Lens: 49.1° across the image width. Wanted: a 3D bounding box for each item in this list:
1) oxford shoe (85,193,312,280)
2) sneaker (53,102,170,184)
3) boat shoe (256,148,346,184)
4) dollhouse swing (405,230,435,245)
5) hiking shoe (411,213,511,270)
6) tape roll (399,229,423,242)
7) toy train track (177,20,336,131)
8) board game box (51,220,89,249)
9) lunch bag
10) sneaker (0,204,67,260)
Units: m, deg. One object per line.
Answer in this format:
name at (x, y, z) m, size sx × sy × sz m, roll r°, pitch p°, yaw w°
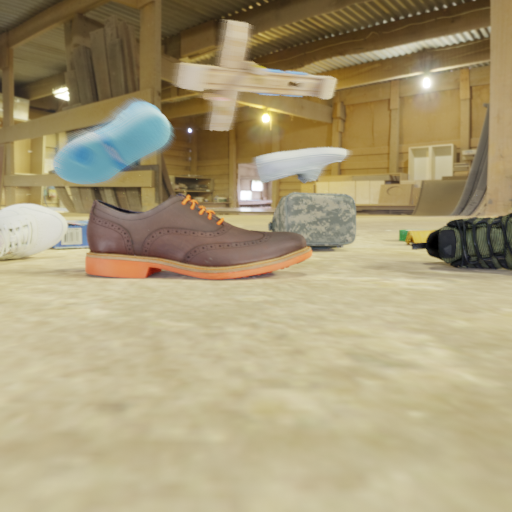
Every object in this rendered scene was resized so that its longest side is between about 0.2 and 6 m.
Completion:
oxford shoe at (-0.803, -0.294, 7.765) m, size 3.173 × 1.151 × 1.130 m, roll 0°, pitch 5°, yaw -2°
sneaker at (-2.045, -1.649, 8.088) m, size 1.708 × 0.679 × 1.115 m, roll -21°, pitch 28°, yaw 1°
boat shoe at (1.155, -2.239, 14.097) m, size 2.352 × 0.838 × 0.821 m, roll -9°, pitch 7°, yaw -12°
dollhouse swing at (4.014, -0.297, 13.476) m, size 0.668 × 0.587 × 0.607 m, roll 0°, pitch -36°, yaw 1°
hiking shoe at (3.410, -0.131, 8.246) m, size 1.306 × 0.983 × 2.595 m, roll -10°, pitch -1°, yaw -15°
tape roll at (4.514, -0.545, 15.144) m, size 1.270 × 0.305 × 1.270 m, roll 0°, pitch 6°, yaw 0°
toy train track at (0.238, -3.512, 11.491) m, size 3.770 × 2.162 × 0.613 m, roll -8°, pitch 34°, yaw -34°
board game box at (-4.030, -0.590, 13.953) m, size 2.752 × 0.597 × 2.739 m, roll -4°, pitch 5°, yaw -36°
lunch bag at (1.224, -0.713, 12.186) m, size 1.683 × 1.172 × 1.411 m, roll -1°, pitch -2°, yaw -14°
sneaker at (-4.335, -0.224, 9.356) m, size 1.342 × 1.009 × 2.695 m, roll 21°, pitch 23°, yaw 40°
